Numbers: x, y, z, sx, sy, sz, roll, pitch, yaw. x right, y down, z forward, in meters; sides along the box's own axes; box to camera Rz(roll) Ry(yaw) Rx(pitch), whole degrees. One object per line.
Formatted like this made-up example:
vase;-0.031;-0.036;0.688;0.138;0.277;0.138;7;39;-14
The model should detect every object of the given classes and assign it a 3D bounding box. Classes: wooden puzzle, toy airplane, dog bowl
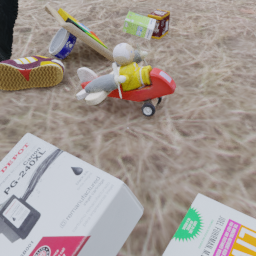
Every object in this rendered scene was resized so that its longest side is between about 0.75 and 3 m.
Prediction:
wooden puzzle;-1.768;-3.637;10.480;2.369;0.477;2.561;26;16;-44
toy airplane;-0.275;-1.495;7.933;2.599;1.842;2.610;-14;35;-22
dog bowl;-2.440;-3.195;10.504;0.466;1.183;1.183;29;24;-37

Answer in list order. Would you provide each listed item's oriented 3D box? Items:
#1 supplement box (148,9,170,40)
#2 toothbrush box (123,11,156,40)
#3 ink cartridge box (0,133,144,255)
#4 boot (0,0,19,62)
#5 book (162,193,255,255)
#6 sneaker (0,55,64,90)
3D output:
supplement box;1.326;-4.545;12.259;0.634;0.955;0.941;22;45;24
toothbrush box;0.317;-2.835;7.747;0.809;0.348;0.589;16;47;-1
ink cartridge box;-1.309;1.340;4.535;2.481;1.034;1.802;19;62;36
boot;-2.439;-1.579;4.125;1.422;0.646;1.692;-8;66;5
book;1.907;2.170;4.621;2.251;0.541;1.504;21;47;28
sneaker;-3.399;-1.871;9.234;2.546;0.954;1.147;0;31;-9
